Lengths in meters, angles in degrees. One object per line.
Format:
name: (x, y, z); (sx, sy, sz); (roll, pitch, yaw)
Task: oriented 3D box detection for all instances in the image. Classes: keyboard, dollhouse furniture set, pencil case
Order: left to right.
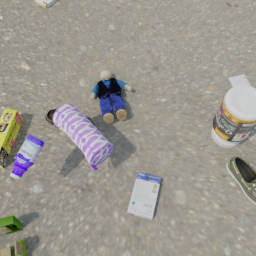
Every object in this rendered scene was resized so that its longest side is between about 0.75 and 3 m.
dollhouse furniture set: (-4.062, 3.470, 8.160); (1.811, 0.909, 1.186); (-14, 60, -8)
pencil case: (-1.518, 0.199, 9.023); (2.358, 0.989, 1.008); (43, 101, 29)
keyboard: (4.891, -1.118, 11.316); (0.731, 0.139, 2.599); (-10, 60, -6)

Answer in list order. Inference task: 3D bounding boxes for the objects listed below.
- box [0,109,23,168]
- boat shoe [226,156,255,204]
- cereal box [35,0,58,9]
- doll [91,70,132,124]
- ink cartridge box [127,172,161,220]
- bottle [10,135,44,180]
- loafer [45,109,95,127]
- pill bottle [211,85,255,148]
box: (-4.463, 0.357, 10.096); (0.514, 0.772, 2.050); (7, 59, 3)
boat shoe: (4.120, 1.799, 9.326); (0.711, 0.595, 1.991); (-30, 64, -16)
cereal box: (-4.161, -6.704, 14.552); (0.798, 0.219, 1.110); (33, 65, 18)
doll: (-0.660, -1.379, 11.187); (1.719, 0.610, 2.519); (-16, 54, 0)
ink cartridge box: (0.547, 2.230, 9.260); (0.830, 0.292, 1.390); (13, 63, 7)
bottle: (-2.921, 0.849, 8.040); (0.530, 0.414, 1.268); (25, 79, 13)
loafer: (-2.208, -0.398, 10.566); (1.944, 0.690, 0.710); (11, 60, 6)
pill bottle: (3.668, -0.287, 9.571); (1.329, 2.283, 1.329); (0, 60, 0)
